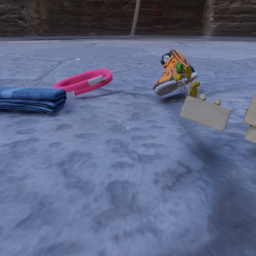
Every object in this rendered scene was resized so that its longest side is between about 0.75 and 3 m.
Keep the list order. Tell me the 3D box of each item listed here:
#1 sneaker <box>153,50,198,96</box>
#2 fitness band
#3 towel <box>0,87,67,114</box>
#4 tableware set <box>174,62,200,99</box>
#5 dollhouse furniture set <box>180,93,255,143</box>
[{"bbox_3d":[1.438,-2.006,10.004,2.348,1.315,0.911,-26,-9,-45],"label":"sneaker"},{"bbox_3d":[-1.685,-1.743,10.661,2.273,0.425,1.632,-21,25,-15],"label":"fitness band"},{"bbox_3d":[-3.364,-0.906,8.796,2.680,0.651,1.496,2,14,4],"label":"towel"},{"bbox_3d":[2.020,-1.591,9.543,0.237,1.039,1.542,-3,-11,41],"label":"tableware set"},{"bbox_3d":[2.555,-0.739,5.348,2.329,1.897,2.214,21,9,16],"label":"dollhouse furniture set"}]
